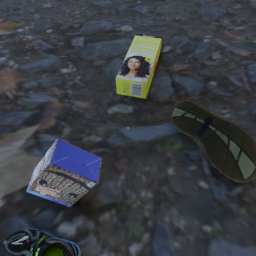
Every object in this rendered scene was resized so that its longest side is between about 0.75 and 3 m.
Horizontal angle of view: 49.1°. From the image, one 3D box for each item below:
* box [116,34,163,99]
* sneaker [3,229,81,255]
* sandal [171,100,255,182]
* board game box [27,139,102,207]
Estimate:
[{"bbox_3d":[0.430,-2.159,9.348,1.032,0.687,2.741,10,47,8],"label":"box"},{"bbox_3d":[-1.631,2.235,5.213,1.493,0.619,0.529,9,76,9],"label":"sneaker"},{"bbox_3d":[2.158,0.240,6.984,2.706,0.738,1.106,42,104,42],"label":"sandal"},{"bbox_3d":[-1.311,0.968,5.769,1.025,1.285,0.622,27,43,-21],"label":"board game box"}]
